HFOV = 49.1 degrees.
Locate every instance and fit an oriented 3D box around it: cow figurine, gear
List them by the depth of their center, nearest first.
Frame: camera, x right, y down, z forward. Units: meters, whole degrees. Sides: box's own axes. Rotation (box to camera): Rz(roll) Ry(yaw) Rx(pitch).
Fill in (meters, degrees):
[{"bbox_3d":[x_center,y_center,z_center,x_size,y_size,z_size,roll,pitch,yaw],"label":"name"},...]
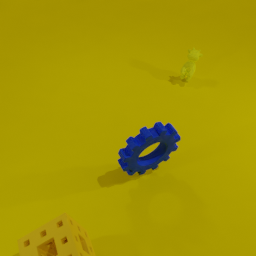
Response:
[{"bbox_3d":[0.511,0.521,6.651,1.549,1.549,0.287,-19,53,-21],"label":"gear"},{"bbox_3d":[2.321,-2.355,10.387,0.590,1.075,1.057,24,85,10],"label":"cow figurine"}]

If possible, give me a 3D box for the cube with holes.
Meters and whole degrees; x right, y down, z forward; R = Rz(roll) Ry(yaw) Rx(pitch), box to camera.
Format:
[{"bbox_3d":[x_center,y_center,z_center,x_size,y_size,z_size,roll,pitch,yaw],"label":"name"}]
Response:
[{"bbox_3d":[-1.214,2.349,5.044,0.976,0.976,0.976,-30,47,-4],"label":"cube with holes"}]
